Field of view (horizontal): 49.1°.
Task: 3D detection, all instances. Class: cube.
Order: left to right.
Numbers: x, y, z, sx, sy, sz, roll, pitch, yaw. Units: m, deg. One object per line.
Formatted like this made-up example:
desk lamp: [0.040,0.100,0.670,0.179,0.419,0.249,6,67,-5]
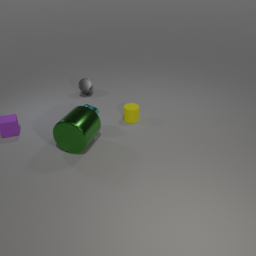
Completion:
cube: [-5.006,-0.097,11.787,0.700,0.700,0.700,-10,32,-16]

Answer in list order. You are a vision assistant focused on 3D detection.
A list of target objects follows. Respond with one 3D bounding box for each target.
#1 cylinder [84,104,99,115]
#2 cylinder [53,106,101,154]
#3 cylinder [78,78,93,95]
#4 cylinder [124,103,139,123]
cylinder: [-1.673,-0.569,12.010,0.700,0.700,0.700,20,-10,4]
cylinder: [-1.948,0.042,10.850,1.400,1.400,1.400,10,32,16]
cylinder: [-2.260,-2.213,15.010,0.700,0.700,0.700,0,-10,1]
cylinder: [0.156,-0.674,12.764,0.700,0.700,0.700,0,31,0]
